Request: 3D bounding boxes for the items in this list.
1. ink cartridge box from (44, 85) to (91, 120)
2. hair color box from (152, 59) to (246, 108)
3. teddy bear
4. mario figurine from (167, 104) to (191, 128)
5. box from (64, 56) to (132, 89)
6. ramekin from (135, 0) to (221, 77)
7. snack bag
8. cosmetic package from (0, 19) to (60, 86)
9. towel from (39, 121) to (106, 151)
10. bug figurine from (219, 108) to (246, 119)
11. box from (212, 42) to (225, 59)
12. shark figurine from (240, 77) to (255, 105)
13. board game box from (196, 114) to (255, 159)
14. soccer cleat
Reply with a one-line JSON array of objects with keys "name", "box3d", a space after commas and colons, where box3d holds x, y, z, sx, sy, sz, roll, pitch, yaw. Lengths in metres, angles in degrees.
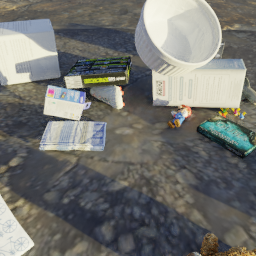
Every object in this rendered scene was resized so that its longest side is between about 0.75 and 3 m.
[{"name": "ink cartridge box", "box3d": [-1.849, -0.735, 8.622, 1.355, 0.925, 0.517, 12, 57, -14]}, {"name": "hair color box", "box3d": [2.329, -1.536, 9.611, 2.933, 1.452, 0.889, 2, 37, 10]}, {"name": "teddy bear", "box3d": [1.784, 2.515, 4.964, 2.016, 0.673, 1.462, 9, 35, 12]}, {"name": "mario figurine", "box3d": [1.650, -0.464, 9.092, 0.662, 0.568, 1.072, 20, 42, 25]}, {"name": "box", "box3d": [-1.019, -2.092, 10.304, 2.194, 0.521, 2.119, -4, 26, 6]}, {"name": "ramekin", "box3d": [1.350, -2.708, 8.280, 2.443, 1.282, 2.443, 5, 75, -18]}, {"name": "snack bag", "box3d": [-3.723, 1.906, 5.251, 2.723, 0.309, 2.888, -29, 65, -36]}, {"name": "cosmetic package", "box3d": [-4.216, -3.194, 11.575, 2.402, 1.980, 1.982, -11, 37, -15]}, {"name": "towel", "box3d": [-1.613, 0.219, 8.454, 1.886, 0.224, 1.385, 0, 34, -3]}, {"name": "bug figurine", "box3d": [3.462, -0.478, 9.394, 0.857, 0.220, 0.664, 1, 30, 9]}, {"name": "box", "box3d": [3.460, -3.514, 13.174, 1.875, 0.592, 2.378, 13, 38, 16]}, {"name": "shark figurine", "box3d": [4.037, -1.516, 10.358, 1.913, 0.798, 1.143, 18, 39, 20]}, {"name": "board game box", "box3d": [3.084, 0.192, 8.468, 1.124, 0.234, 1.662, -26, 44, -31]}, {"name": "soccer cleat", "box3d": [-0.829, -1.243, 9.988, 0.915, 0.817, 2.359, -14, 31, -17]}]
